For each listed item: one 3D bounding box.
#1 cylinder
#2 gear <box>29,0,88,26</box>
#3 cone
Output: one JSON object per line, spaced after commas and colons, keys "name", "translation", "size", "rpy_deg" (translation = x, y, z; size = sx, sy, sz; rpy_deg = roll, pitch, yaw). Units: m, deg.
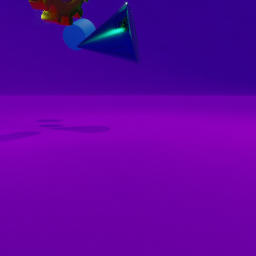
{"name": "cylinder", "translation": [-1.632, -3.174, 9.502], "size": [0.859, 0.859, 0.859], "rpy_deg": [2, 33, 19]}
{"name": "gear", "translation": [-1.344, -3.011, 5.576], "size": [0.333, 1.798, 1.798], "rpy_deg": [14, 12, 20]}
{"name": "cone", "translation": [-0.613, -2.306, 7.412], "size": [1.584, 1.578, 1.578], "rpy_deg": [-9, 6, 10]}
